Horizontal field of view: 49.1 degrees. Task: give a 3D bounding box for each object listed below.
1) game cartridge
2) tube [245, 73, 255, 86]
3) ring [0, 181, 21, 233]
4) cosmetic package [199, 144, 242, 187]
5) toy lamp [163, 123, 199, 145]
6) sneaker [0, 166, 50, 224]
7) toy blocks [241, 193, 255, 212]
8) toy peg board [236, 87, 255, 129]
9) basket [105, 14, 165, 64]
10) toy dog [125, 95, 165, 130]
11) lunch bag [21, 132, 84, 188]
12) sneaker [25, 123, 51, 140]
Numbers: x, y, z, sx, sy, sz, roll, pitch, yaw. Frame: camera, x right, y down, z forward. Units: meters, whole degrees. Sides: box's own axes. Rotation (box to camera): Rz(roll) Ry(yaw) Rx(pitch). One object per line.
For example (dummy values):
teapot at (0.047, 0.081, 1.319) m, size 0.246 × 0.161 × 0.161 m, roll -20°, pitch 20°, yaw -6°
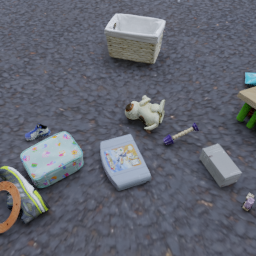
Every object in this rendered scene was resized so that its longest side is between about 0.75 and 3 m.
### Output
game cartridge at (-0.203, 1.152, 9.845) m, size 1.381 × 0.431 × 2.074 m, roll -12°, pitch 48°, yaw -17°
tube at (6.744, -2.100, 12.757) m, size 2.672 × 0.673 × 1.035 m, roll 11°, pitch 36°, yaw 17°
ring at (-3.758, 2.361, 8.402) m, size 1.495 × 0.143 × 1.495 m, roll -9°, pitch 69°, yaw 25°
cosmetic package at (3.135, 1.272, 9.579) m, size 0.723 × 0.611 × 1.354 m, roll -15°, pitch 46°, yaw -19°
toy lamp at (1.944, 0.240, 10.410) m, size 1.339 × 0.390 × 0.390 m, roll -28°, pitch 49°, yaw 5°
sneaker at (-3.486, 2.030, 8.747) m, size 2.267 × 0.838 × 0.918 m, roll 32°, pitch 58°, yaw 28°
toy blocks at (4.442, 2.078, 8.440) m, size 1.369 × 1.153 × 1.280 m, roll 29°, pitch 54°, yaw 24°
toy peg board at (5.730, -0.521, 11.085) m, size 2.402 × 1.180 × 2.412 m, roll -17°, pitch 49°, yaw -36°
basket at (0.383, -4.503, 14.207) m, size 2.700 × 1.665 × 1.830 m, roll 12°, pitch 49°, yaw 12°
toy dog at (0.608, -0.576, 11.160) m, size 1.482 × 1.034 × 1.437 m, roll 16°, pitch 69°, yaw 16°
lunch bag at (-2.580, 1.032, 9.682) m, size 1.944 × 0.749 × 1.559 m, roll -28°, pitch 53°, yaw -24°
sneaker at (-3.483, 0.089, 10.707) m, size 0.939 × 0.542 × 0.379 m, roll -16°, pitch 48°, yaw -15°
